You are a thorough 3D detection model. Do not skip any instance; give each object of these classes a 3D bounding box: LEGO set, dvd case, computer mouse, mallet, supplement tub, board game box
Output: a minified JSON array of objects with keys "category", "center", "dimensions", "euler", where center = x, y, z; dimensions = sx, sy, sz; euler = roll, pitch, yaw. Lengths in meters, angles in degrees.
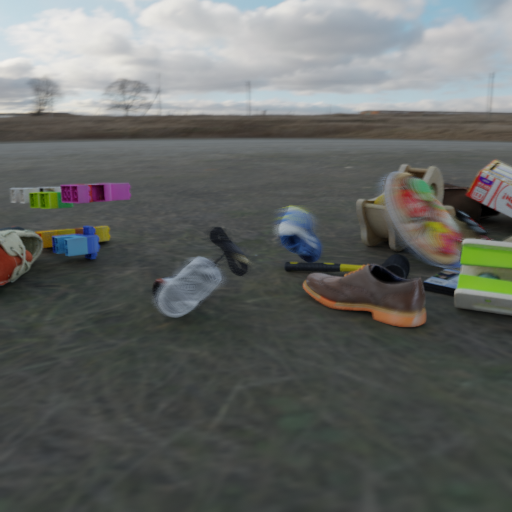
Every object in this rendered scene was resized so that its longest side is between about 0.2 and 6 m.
[{"category":"LEGO set","center":[-3.451,-0.714,10.949],"dimensions":[1.475,1.371,3.594],"euler":[-9,11,-39]},{"category":"dvd case","center":[3.482,0.406,8.896],"dimensions":[1.131,0.139,1.586],"euler":[13,20,37]},{"category":"computer mouse","center":[-0.774,0.288,7.585],"dimensions":[1.377,0.755,0.302],"euler":[-41,-2,-19]},{"category":"mallet","center":[1.528,0.180,9.376],"dimensions":[2.083,0.429,0.686],"euler":[4,15,28]},{"category":"supplement tub","center":[-1.086,0.466,8.151],"dimensions":[0.774,0.414,0.414],"euler":[-13,20,-39]},{"category":"board game box","center":[6.287,-1.413,13.159],"dimensions":[2.160,0.660,2.852],"euler":[32,27,19]}]

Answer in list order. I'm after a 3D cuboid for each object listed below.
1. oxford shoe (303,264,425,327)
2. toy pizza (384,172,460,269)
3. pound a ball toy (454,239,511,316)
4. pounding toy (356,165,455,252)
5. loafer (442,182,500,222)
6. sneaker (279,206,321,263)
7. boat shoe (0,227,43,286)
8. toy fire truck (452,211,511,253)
[{"category":"oxford shoe","center":[1.481,0.404,7.801],"dimensions":[1.915,0.698,0.683],"euler":[12,20,39]},{"category":"toy pizza","center":[3.047,-0.703,9.983],"dimensions":[2.015,2.015,0.319],"euler":[-18,-15,-49]},{"category":"pound a ball toy","center":[3.864,0.176,7.512],"dimensions":[2.117,1.380,0.899],"euler":[7,-21,24]},{"category":"pounding toy","center":[3.401,-0.997,11.348],"dimensions":[1.567,1.562,2.732],"euler":[13,20,42]},{"category":"loafer","center":[4.982,-1.281,13.537],"dimensions":[2.646,0.966,0.939],"euler":[-9,18,-31]},{"category":"sneaker","center":[0.707,-0.246,9.550],"dimensions":[0.516,1.396,0.574],"euler":[15,63,31]},{"category":"boat shoe","center":[-4.035,0.010,9.081],"dimensions":[0.792,0.901,2.530],"euler":[-1,10,-13]},{"category":"toy fire truck","center":[4.413,-0.367,10.844],"dimensions":[1.146,0.737,1.008],"euler":[20,24,-20]}]
